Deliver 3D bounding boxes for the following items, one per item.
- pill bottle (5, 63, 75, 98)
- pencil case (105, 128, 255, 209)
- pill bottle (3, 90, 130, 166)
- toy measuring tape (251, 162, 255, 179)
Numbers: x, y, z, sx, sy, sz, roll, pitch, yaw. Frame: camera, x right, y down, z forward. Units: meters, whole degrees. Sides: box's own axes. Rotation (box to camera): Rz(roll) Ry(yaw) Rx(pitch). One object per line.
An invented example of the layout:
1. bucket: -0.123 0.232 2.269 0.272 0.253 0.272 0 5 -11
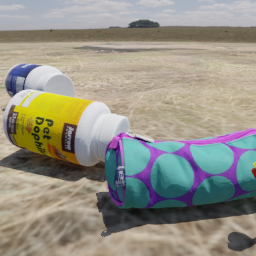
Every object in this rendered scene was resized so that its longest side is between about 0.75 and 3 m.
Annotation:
1. pill bottle: -2.655 -1.243 8.461 1.310 1.310 2.359 -18 25 -40
2. pencil case: 0.926 0.561 4.189 2.456 1.135 1.045 -2 13 -12
3. pill bottle: -1.157 0.010 5.462 2.267 1.238 1.238 11 23 19
4. toy measuring tape: 1.717 0.607 3.446 0.302 0.822 0.302 -24 39 22
